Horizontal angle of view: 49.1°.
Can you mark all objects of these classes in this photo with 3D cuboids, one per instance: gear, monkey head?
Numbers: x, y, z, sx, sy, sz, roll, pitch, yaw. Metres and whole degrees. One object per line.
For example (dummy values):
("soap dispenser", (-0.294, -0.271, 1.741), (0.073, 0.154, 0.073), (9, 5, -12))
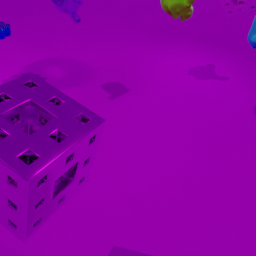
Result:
("gear", (-4.465, -3.015, 8.614), (1.601, 0.296, 1.601), (4, 30, -2))
("monkey head", (1.687, -4.119, 8.943), (1.686, 1.213, 1.016), (0, 58, -37))
("monkey head", (-1.843, -3.579, 7.914), (0.856, 1.421, 1.022), (-17, 33, 53))

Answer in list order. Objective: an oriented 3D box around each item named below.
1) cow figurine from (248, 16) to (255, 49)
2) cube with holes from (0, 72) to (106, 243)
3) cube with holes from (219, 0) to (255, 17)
("cow figurine", (3.429, -2.700, 7.078), (0.766, 1.395, 1.373), (17, 20, -7))
("cube with holes", (-1.085, 0.272, 3.038), (1.081, 1.081, 1.081), (32, 42, 14))
("cube with holes", (2.719, -3.344, 6.758), (0.796, 0.796, 0.796), (2, 68, 37))
